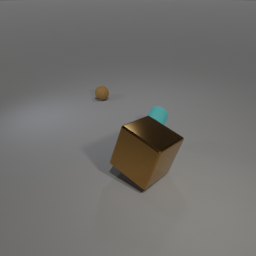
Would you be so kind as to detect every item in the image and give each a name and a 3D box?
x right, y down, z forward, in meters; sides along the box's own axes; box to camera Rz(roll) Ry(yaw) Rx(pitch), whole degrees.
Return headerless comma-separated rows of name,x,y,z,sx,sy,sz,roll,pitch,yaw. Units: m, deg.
ball,-1.309,-1.767,14.092,0.700,0.700,0.700,0,28,0
cylinder,1.044,-0.322,10.326,0.700,0.700,0.700,12,47,21
cube,0.548,0.675,8.352,1.400,1.400,1.400,34,33,25
